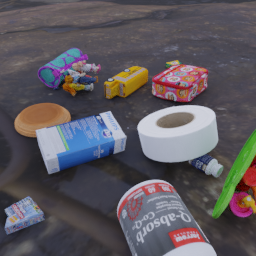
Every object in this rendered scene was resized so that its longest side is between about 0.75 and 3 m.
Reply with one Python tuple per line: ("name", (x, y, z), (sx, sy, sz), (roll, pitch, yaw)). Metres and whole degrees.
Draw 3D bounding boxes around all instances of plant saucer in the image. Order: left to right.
("plant saucer", (-3.173, -0.389, 10.416), (2.033, 0.380, 2.033), (0, 35, 0))

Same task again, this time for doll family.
("doll family", (-2.043, -1.973, 11.816), (1.346, 2.168, 0.977), (-2, 76, -26))

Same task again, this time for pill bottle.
("pill bottle", (0.810, 2.345, 5.499), (1.454, 1.454, 2.509), (-11, 35, -16))
("pill bottle", (2.291, 1.050, 8.208), (0.511, 0.511, 0.920), (-28, 43, -34))

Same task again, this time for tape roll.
("tape roll", (1.528, 0.097, 8.712), (2.403, 0.840, 2.403), (-13, 22, 5))

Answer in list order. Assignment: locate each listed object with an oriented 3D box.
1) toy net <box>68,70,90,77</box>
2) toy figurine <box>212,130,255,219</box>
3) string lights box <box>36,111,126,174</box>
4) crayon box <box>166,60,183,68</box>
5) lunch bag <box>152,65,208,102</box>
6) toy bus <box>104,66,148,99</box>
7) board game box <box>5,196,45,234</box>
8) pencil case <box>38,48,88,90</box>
("toy net", (-2.197, -2.330, 12.664), (0.849, 0.313, 1.619), (19, 7, 11))
("toy figurine", (3.658, 1.599, 6.626), (2.387, 1.947, 2.594), (29, 71, 16))
("string lights box", (-1.445, 0.393, 8.763), (2.484, 0.732, 1.277), (-15, 50, -21))
("crayon box", (2.432, -3.339, 14.811), (0.774, 0.225, 0.459), (-18, 39, -24))
("lunch bag", (2.186, -2.040, 12.369), (2.116, 0.984, 2.402), (19, 38, 32))
("toy bus", (-0.075, -2.005, 12.433), (0.906, 0.753, 2.314), (22, 40, 27))
("board game box", (-2.647, 2.133, 6.851), (0.876, 0.270, 0.876), (-27, 43, -34))
("pencil case", (-3.059, -2.903, 13.375), (1.230, 1.133, 2.662), (-5, 31, 27))
